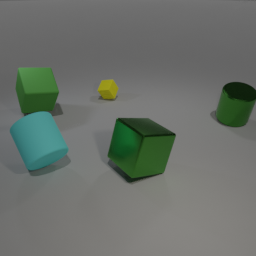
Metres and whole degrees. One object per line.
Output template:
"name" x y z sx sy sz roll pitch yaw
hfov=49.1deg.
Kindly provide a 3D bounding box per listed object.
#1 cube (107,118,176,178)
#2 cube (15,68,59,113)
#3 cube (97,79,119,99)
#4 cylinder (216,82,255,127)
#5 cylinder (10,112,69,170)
"cube" 0.404 0.567 8.876 1.400 1.400 1.400 -1 24 -39
"cube" -3.976 -1.643 12.180 1.400 1.400 1.400 -8 62 -31
"cube" -1.010 -1.969 14.291 0.700 0.700 0.700 1 57 29
"cylinder" 4.567 -1.002 11.867 1.400 1.400 1.400 0 43 0
"cylinder" -2.831 0.418 8.975 1.400 1.400 1.400 -21 75 -34
